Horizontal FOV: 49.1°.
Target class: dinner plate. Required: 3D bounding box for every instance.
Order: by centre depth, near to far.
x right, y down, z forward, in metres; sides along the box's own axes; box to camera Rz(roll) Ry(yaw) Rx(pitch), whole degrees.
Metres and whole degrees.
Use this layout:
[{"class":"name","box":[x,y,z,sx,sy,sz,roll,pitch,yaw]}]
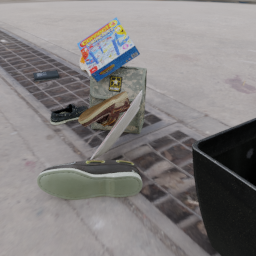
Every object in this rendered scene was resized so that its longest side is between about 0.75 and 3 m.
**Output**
[{"class":"dinner plate","box":[-0.253,-0.019,8.043,0.298,2.462,2.462,36,36,-2]}]

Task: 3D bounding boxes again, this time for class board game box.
[{"class":"board game box","box":[-0.690,-2.622,9.295,1.674,0.468,1.639,-32,57,8]}]

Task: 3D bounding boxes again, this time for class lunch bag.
[{"class":"lunch bag","box":[-0.332,-1.112,10.019,1.920,2.341,1.377,6,31,9]}]

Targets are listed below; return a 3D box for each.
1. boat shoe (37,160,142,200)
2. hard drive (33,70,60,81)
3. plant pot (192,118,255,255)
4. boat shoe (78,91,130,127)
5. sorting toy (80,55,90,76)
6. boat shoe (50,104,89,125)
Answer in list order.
[{"class":"boat shoe","box":[-0.985,1.297,7.422,2.662,0.949,0.802,4,29,-8]},{"class":"hard drive","box":[-4.344,-2.782,14.895,1.270,0.209,0.887,-10,32,-17]},{"class":"plant pot","box":[3.062,1.592,5.267,2.907,2.585,2.914,-18,36,-27]},{"class":"boat shoe","box":[-0.541,-0.397,7.910,0.750,0.749,2.080,-16,14,34]},{"class":"sorting toy","box":[-1.335,-3.504,15.467,2.514,1.343,2.263,-7,51,-11]},{"class":"boat shoe","box":[-2.275,-0.661,10.999,1.693,0.561,0.633,-20,36,-30]}]
